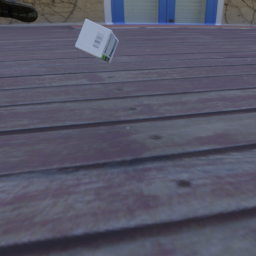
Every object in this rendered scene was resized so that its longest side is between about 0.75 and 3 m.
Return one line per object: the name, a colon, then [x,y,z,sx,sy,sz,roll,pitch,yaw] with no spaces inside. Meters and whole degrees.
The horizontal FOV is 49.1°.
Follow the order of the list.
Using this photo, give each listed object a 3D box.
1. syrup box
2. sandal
syrup box: [-0.812,-2.391,7.934,0.777,0.752,1.909,24,10,0]
sandal: [-4.135,-4.224,9.504,2.110,0.862,0.576,8,55,-18]
